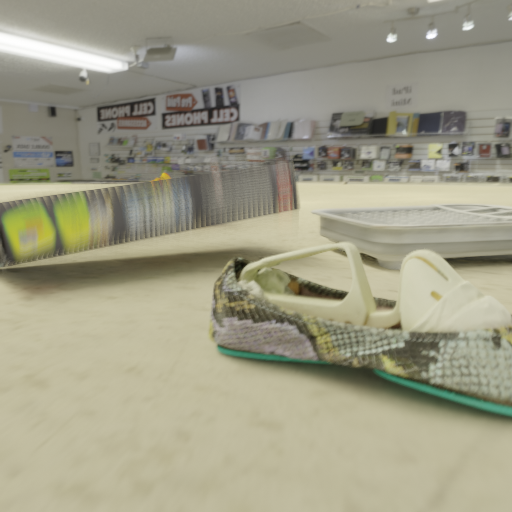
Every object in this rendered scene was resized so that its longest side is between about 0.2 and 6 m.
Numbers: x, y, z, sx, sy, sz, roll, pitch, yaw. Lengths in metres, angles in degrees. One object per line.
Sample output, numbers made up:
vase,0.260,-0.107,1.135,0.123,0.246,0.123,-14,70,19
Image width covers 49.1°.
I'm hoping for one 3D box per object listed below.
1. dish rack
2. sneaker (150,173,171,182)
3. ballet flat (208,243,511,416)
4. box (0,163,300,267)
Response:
dish rack,2.806,-0.359,8.861,3.406,0.741,2.923,-2,10,-14
sneaker,-2.515,-1.263,12.857,3.292,1.270,1.202,-5,12,-22
ballet flat,0.798,0.383,3.728,2.679,0.964,0.964,6,11,31
box,-1.626,-0.559,7.779,3.997,0.694,2.200,-13,5,-32
